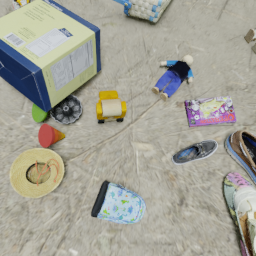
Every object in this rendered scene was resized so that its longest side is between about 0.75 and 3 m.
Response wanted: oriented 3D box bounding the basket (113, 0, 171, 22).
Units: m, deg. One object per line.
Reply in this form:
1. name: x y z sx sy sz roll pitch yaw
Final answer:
1. basket: 0.342 -5.353 10.324 2.758 1.918 2.432 33 73 1

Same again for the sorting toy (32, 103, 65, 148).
1. sorting toy: -2.651 -0.427 9.402 0.801 0.796 2.311 -36 65 33

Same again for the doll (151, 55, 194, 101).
1. doll: 1.656 -1.915 9.950 1.321 0.469 1.937 39 76 12

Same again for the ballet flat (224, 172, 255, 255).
1. ballet flat: 3.574 2.691 8.068 1.034 1.064 2.991 -8 71 3

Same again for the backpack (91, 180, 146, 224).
1. backpack: -0.207 2.295 8.316 1.455 1.119 1.187 25 66 -7

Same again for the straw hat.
1. straw hat: -2.733 1.432 8.703 1.623 0.687 1.623 0 72 -1

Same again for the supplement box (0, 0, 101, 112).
1. supplement box: -2.645 -2.435 8.953 2.605 1.748 2.602 36 61 18

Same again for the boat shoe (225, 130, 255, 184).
1. boat shoe: 4.282 1.216 8.573 2.926 1.059 1.057 42 76 13

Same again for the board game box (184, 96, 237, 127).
1. board game box: 2.819 -0.573 9.635 1.612 0.260 0.968 -6 76 -2

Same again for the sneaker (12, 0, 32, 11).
1. sneaker: -3.849 -4.271 10.434 0.877 0.926 2.253 -21 77 -18

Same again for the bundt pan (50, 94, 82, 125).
1. bundt pan: -2.074 -0.587 9.533 1.093 0.410 1.093 0 71 -1

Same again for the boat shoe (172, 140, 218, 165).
1. boat shoe: 2.187 0.736 9.017 1.605 0.532 0.561 -16 72 -5

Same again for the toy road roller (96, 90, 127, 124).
1. toy road roller: -0.603 -0.784 9.029 0.901 1.467 1.071 -5 79 -9

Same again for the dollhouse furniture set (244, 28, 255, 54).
1. dollhouse furniture set: 5.415 -3.267 10.061 1.477 1.119 1.685 -24 73 -8
